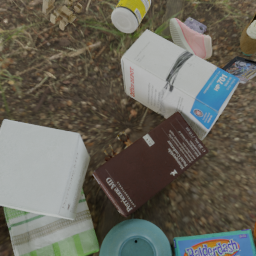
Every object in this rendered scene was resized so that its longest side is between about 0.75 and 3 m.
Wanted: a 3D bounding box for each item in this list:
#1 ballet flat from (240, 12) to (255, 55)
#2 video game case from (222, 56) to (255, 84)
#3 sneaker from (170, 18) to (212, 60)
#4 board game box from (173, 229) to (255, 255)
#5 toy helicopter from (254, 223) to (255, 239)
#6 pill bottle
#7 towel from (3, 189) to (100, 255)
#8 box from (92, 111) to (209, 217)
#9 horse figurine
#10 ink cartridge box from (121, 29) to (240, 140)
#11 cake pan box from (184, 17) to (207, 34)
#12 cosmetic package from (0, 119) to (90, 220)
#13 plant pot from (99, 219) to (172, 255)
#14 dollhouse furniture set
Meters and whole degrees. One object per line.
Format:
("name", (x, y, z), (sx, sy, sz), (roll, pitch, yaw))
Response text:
("ballet flat", (4.638, -3.641, 9.911), (0.791, 0.844, 2.333), (29, 68, 14))
("video game case", (3.468, -1.762, 8.634), (1.037, 1.147, 0.146), (12, 72, -10))
("sneaker", (2.217, -3.084, 9.713), (1.006, 0.725, 1.925), (-22, 72, -7))
("board game box", (2.177, 3.736, 6.447), (1.879, 0.556, 2.470), (-7, 65, 3))
("toy helicopter", (3.872, 1.970, 6.179), (1.065, 2.701, 1.786), (17, 83, 8))
("pill bottle", (0.222, -4.443, 10.207), (1.020, 1.020, 1.833), (23, 66, 11))
("towel", (-2.139, 2.176, 7.348), (2.111, 0.434, 2.829), (-20, 66, -9))
("box", (0.582, 0.923, 7.476), (2.806, 1.051, 1.405), (-36, 84, -14))
("horse figurine", (-0.130, 0.651, 8.124), (0.839, 0.316, 1.266), (39, 68, 10))
("ink cartridge box", (1.350, -1.141, 7.975), (2.863, 2.097, 1.230), (35, 74, 15))
("cake pan box", (2.329, -3.620, 10.254), (0.839, 0.219, 0.773), (36, 67, 16))
("cosmetic package", (-2.009, 1.087, 6.566), (1.735, 2.086, 1.746), (11, 70, 3))
("plant pot", (0.204, 2.990, 6.514), (1.830, 1.232, 1.830), (0, 64, -1))
("dollhouse furniture set", (-2.545, -4.346, 10.472), (1.206, 0.785, 1.108), (36, 68, -7))
